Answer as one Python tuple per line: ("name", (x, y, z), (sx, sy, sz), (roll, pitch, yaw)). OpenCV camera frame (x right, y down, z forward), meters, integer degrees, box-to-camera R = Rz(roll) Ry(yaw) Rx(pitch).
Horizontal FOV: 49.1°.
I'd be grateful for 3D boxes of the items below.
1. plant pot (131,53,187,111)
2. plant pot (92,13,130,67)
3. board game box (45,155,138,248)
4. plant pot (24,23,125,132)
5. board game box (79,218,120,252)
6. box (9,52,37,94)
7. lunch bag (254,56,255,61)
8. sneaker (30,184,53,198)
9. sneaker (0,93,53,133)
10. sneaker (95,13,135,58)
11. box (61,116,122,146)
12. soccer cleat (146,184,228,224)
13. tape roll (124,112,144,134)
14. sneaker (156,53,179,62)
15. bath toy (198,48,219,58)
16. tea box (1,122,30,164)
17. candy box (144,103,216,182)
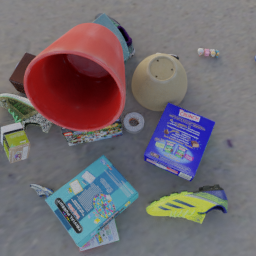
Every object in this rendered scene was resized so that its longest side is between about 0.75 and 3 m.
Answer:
("plant pot", (1.224, -1.924, 10.632), (2.242, 1.505, 2.242), (-1, 76, 3))
("plant pot", (-0.987, -2.948, 11.076), (1.825, 1.787, 1.792), (43, 72, -1))
("board game box", (-1.183, 2.365, 9.382), (2.470, 0.580, 1.865), (-37, 64, -17))
("plant pot", (-1.380, -1.801, 8.881), (2.960, 2.960, 2.619), (8, 45, 3))
("board game box", (-1.040, 3.414, 9.347), (1.332, 0.269, 1.019), (-13, 69, -5))
("box", (-3.005, -1.785, 10.999), (2.759, 1.034, 1.381), (20, 70, 6))
("lunch bag", (6.253, -2.832, 11.548), (1.403, 0.720, 1.746), (-42, 74, -16))
("sneaker", (-3.075, 2.208, 9.799), (0.868, 0.334, 0.370), (18, 74, 7))
("sneaker", (-4.001, -0.514, 10.556), (2.732, 1.050, 1.210), (13, 78, 8))
("sneaker", (-0.539, -4.202, 11.858), (0.970, 1.141, 2.607), (-34, 73, -12))
("box", (-1.249, 0.061, 10.051), (2.054, 1.403, 0.387), (-11, 69, -4))
("soccer cleat", (2.005, 2.653, 9.324), (2.753, 0.890, 1.152), (-11, 72, -4))
("tape roll", (0.229, -0.195, 10.765), (0.795, 0.263, 0.795), (0, 68, -1))
("sneaker", (1.588, -2.778, 11.753), (1.033, 0.391, 0.597), (10, 74, 15))
("bath toy", (3.404, -3.189, 11.925), (0.883, 0.326, 0.384), (6, 24, 1))
("tea box", (-3.651, 0.493, 9.059), (0.628, 0.940, 0.924), (-17, 67, -32))
("candy box", (1.868, 0.482, 10.175), (1.900, 0.865, 2.247), (24, 72, 11))
